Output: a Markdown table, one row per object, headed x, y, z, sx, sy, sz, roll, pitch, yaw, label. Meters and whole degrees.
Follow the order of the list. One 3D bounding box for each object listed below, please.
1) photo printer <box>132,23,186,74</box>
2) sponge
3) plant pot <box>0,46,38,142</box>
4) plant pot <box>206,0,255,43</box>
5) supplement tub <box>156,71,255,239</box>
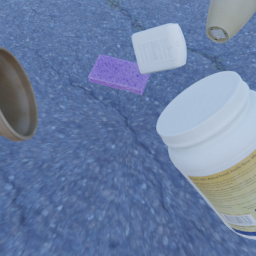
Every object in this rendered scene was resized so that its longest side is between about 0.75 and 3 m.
| x | y | z | sx | sy | sz | roll | pitch | yaw | label |
| --- | --- | --- | --- | --- | --- | --- | --- | --- | --- |
| 0.770 | -1.879 | 6.678 | 1.240 | 1.032 | 0.431 | -4 | 20 | 35 | photo printer |
| -0.235 | -1.625 | 8.432 | 1.694 | 0.253 | 0.945 | 16 | 66 | 11 | sponge |
| -1.917 | -0.425 | 4.116 | 0.639 | 1.384 | 1.384 | -15 | 45 | 4 | plant pot |
| 2.983 | -3.393 | 8.429 | 1.439 | 1.439 | 1.537 | 24 | 74 | 22 | plant pot |
| 1.660 | 0.428 | 4.371 | 1.641 | 2.273 | 1.641 | -36 | 19 | 15 | supplement tub |
